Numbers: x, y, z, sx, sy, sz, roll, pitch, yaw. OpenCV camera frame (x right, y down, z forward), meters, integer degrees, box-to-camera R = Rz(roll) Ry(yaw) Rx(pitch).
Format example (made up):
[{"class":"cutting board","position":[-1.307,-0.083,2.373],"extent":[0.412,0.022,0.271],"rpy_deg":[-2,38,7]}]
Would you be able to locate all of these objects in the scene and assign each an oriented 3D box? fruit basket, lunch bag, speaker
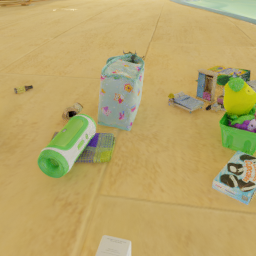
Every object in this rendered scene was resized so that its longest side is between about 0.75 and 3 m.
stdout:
[{"class":"fruit basket","position":[3.919,-0.552,9.245],"extent":[1.690,2.343,2.343],"rpy_deg":[19,37,27]},{"class":"lunch bag","position":[-0.214,-1.504,10.711],"extent":[1.564,2.184,2.564],"rpy_deg":[11,34,5]},{"class":"speaker","position":[-1.775,0.461,8.507],"extent":[1.011,1.011,2.287],"rpy_deg":[9,34,14]}]

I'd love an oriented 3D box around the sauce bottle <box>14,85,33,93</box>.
[{"class":"sauce bottle","position":[-4.866,-1.827,13.067],"extent":[0.845,0.273,0.273],"rpy_deg":[-18,37,-30]}]

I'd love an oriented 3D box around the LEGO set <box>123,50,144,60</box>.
[{"class":"LEGO set","position":[0.274,-4.365,17.101],"extent":[0.953,0.416,1.468],"rpy_deg":[-24,52,-30]}]

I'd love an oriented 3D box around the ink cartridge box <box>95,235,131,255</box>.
[{"class":"ink cartridge box","position":[-0.376,2.831,4.940],"extent":[0.584,1.017,1.400],"rpy_deg":[8,33,12]}]

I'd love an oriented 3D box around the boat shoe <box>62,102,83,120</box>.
[{"class":"boat shoe","position":[-2.143,-0.532,10.318],"extent":[1.299,0.463,0.419],"rpy_deg":[-29,26,49]}]

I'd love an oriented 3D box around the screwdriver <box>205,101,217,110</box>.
[{"class":"screwdriver","position":[3.669,-1.016,11.865],"extent":[1.239,0.173,0.180],"rpy_deg":[-26,71,-35]}]

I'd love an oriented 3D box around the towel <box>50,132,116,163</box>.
[{"class":"towel","position":[-1.563,0.597,9.218],"extent":[2.191,0.250,1.574],"rpy_deg":[3,32,5]}]

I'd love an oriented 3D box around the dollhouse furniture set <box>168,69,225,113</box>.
[{"class":"dollhouse furniture set","position":[2.871,-1.435,11.380],"extent":[1.956,1.276,1.847],"rpy_deg":[-22,34,-30]}]

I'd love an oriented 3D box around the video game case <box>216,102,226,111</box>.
[{"class":"video game case","position":[4.066,-0.939,11.810],"extent":[0.698,0.088,0.766],"rpy_deg":[10,34,16]}]

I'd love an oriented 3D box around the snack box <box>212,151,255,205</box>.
[{"class":"snack box","position":[3.253,1.342,7.960],"extent":[1.020,0.326,1.756],"rpy_deg":[24,39,32]}]

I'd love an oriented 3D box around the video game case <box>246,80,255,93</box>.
[{"class":"video game case","position":[6.634,-1.625,12.714],"extent":[2.352,0.285,2.583],"rpy_deg":[-10,32,-14]}]

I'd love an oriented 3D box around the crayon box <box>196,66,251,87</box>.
[{"class":"crayon box","position":[4.556,-2.541,13.611],"extent":[1.383,0.567,2.200],"rpy_deg":[-24,30,-33]}]
